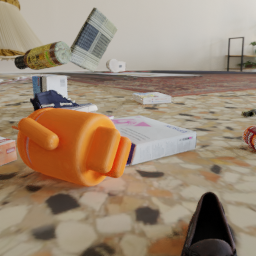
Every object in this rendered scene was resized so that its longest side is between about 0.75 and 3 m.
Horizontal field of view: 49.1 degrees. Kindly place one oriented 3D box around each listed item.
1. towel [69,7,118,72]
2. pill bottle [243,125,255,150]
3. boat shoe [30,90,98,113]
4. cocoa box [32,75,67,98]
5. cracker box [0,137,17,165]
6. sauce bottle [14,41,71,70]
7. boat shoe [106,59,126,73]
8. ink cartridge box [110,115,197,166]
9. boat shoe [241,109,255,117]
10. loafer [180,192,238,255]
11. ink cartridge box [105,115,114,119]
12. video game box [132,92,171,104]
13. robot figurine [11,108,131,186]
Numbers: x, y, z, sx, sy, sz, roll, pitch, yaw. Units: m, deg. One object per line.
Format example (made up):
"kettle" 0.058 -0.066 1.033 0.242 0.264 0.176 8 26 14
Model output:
"towel" -1.440 -3.440 11.257 0.403 2.247 2.334 33 9 15
"pill bottle" 3.782 0.347 7.945 0.627 0.627 1.110 -1 15 -4
"boat shoe" -2.429 -0.924 10.901 1.044 1.297 2.797 -26 -4 38
"cocoa box" -3.586 -1.542 12.912 1.131 1.723 1.149 11 17 38
"cracker box" -4.037 0.576 7.167 1.978 0.571 1.325 10 18 30
"sauce bottle" -2.774 -2.206 8.877 2.227 0.721 0.721 -1 11 37
"boat shoe" -0.811 -3.039 13.767 0.821 0.661 1.771 6 8 24
"ink cartridge box" -0.010 0.250 8.372 2.920 0.632 2.866 -8 17 -32
"boat shoe" 5.427 -0.634 12.307 0.938 0.335 0.308 -8 26 -21
"loafer" 0.994 1.505 3.511 0.738 0.646 2.052 3 15 13
"ink cartridge box" -1.597 -0.124 10.091 1.127 0.441 2.380 8 17 28
"video game box" 1.326 -1.741 16.215 1.701 0.437 1.867 -2 15 -18
"robot figurine" -1.307 0.344 6.133 2.684 1.565 1.931 8 22 29
